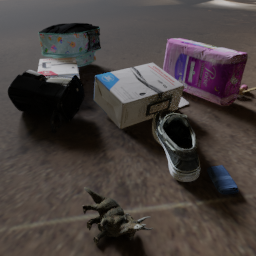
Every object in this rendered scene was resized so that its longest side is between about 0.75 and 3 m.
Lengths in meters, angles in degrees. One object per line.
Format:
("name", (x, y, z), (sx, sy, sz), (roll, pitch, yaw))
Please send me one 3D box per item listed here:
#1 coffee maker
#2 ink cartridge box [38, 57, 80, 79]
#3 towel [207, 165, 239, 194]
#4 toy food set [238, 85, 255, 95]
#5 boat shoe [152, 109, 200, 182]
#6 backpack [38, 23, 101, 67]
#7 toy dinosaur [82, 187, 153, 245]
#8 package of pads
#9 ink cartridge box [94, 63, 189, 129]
("coffee maker", (-2.663, -0.947, 8.751), (1.984, 1.336, 1.905), (11, 33, 19))
("ink cartridge box", (-2.712, -2.061, 11.036), (1.530, 0.891, 2.100), (-6, 30, -11))
("towel", (2.113, 1.170, 6.311), (0.447, 0.194, 0.801), (-4, 32, -6))
("toy food set", (4.047, -1.520, 10.798), (1.034, 0.256, 1.627), (-17, 27, -26))
("boat shoe", (1.301, 0.103, 7.279), (1.035, 1.018, 2.872), (-4, 31, -7))
("backpack", (-2.723, -3.822, 12.881), (2.270, 1.979, 2.582), (13, 22, 24))
("toy dinosaur", (-0.354, 1.663, 5.271), (0.811, 0.611, 1.587), (-8, 24, -35))
("package of pads", (2.615, -2.117, 10.223), (1.130, 1.799, 2.986), (-19, 35, -37))
("ink cartridge box", (0.575, -1.228, 9.258), (2.963, 1.005, 1.719), (-20, 48, -30))
